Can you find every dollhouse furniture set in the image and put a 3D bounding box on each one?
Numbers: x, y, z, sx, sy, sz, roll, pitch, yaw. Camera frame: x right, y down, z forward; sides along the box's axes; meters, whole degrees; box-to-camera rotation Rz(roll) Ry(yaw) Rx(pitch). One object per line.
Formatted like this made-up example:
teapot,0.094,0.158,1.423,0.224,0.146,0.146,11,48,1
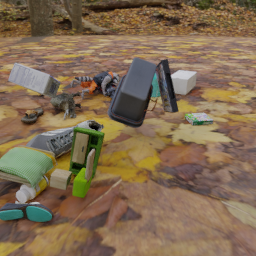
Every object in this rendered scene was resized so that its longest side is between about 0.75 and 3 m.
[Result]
dollhouse furniture set,-2.026,0.617,7.021,2.498,1.254,1.637,12,13,3

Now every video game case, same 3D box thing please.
video game case,1.278,-1.362,9.506,0.235,1.664,1.841,-13,5,0

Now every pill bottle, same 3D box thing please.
pill bottle,-2.358,1.480,6.887,0.434,0.434,0.781,9,24,21

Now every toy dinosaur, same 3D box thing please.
toy dinosaur,-2.904,-1.220,12.558,2.428,0.934,1.242,25,26,39

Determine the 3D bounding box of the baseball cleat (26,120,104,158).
baseball cleat,-1.879,0.261,8.635,2.611,0.910,1.389,-26,-4,-45

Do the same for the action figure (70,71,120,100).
action figure,-1.449,-2.300,14.643,2.484,1.343,2.568,-22,31,-25

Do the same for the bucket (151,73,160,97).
bucket,1.286,-2.323,14.975,1.571,1.022,1.571,1,23,0

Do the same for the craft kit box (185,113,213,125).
craft kit box,2.904,-0.372,11.502,0.880,0.214,0.869,-4,21,-10

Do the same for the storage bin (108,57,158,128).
storage bin,0.339,-1.253,9.503,1.506,1.390,2.069,20,59,-2

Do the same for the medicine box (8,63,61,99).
medicine box,-2.788,-1.401,8.462,1.137,0.585,1.036,21,-1,4

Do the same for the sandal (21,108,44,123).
sandal,-3.994,-0.597,11.717,0.632,0.422,1.546,4,24,9

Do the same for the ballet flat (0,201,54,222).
ballet flat,-2.210,1.805,6.186,1.224,0.447,0.447,-1,23,3

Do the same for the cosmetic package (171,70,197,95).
cosmetic package,3.055,-2.611,15.771,1.147,0.904,2.131,13,27,24
